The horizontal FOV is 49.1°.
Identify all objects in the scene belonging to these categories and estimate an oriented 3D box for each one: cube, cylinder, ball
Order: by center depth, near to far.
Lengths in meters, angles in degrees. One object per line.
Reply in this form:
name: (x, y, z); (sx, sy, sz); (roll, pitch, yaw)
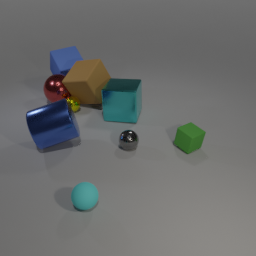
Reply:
ball: (-1.111, 1.745, 7.206); (0.700, 0.700, 0.700); (0, 29, 0)
cylinder: (-2.536, -0.140, 9.601); (1.400, 1.400, 1.400); (-20, 32, -4)
cube: (2.120, 0.337, 9.652); (0.700, 0.700, 0.700); (-20, 43, -33)
ball: (0.026, 0.409, 9.692); (0.700, 0.700, 0.700); (0, 29, 0)
cube: (-0.216, -1.175, 11.711); (1.400, 1.400, 1.400); (4, 29, 11)
ball: (-2.441, -1.046, 12.264); (0.700, 0.700, 0.700); (0, 29, 0)
cube: (-1.743, -2.035, 12.399); (1.400, 1.400, 1.400); (4, 53, 32)
ball: (-3.151, -1.773, 12.833); (1.400, 1.400, 1.400); (0, 29, 0)
cube: (-3.169, -3.193, 14.679); (1.400, 1.400, 1.400); (-21, 67, -25)
